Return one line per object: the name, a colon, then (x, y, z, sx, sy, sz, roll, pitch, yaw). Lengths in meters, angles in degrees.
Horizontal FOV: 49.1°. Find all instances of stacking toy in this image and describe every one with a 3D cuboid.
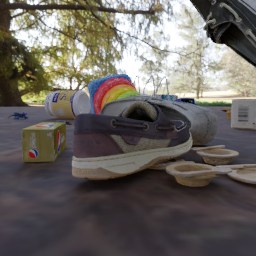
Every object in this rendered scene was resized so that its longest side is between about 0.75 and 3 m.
stacking toy: (0.038, -0.490, 7.606, 1.461, 1.545, 2.663, -17, 25, -20)

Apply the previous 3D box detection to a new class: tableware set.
tableware set: (0.890, 0.409, 3.227, 1.360, 0.189, 1.628, -2, 5, -16)

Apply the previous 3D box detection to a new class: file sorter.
file sorter: (0.279, -1.057, 10.050, 2.194, 1.366, 1.522, -1, -18, -10)

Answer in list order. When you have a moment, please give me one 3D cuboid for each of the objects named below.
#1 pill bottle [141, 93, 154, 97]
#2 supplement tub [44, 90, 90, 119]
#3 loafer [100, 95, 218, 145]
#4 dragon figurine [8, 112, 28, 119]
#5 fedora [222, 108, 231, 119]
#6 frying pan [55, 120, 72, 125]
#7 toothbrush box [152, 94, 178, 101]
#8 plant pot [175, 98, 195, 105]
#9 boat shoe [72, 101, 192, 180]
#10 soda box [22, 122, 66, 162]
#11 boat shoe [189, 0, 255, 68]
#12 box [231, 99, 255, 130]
pill bottle: (0.491, -0.941, 12.403, 1.164, 1.164, 2.040, -3, 5, -25)
supplement tub: (-2.865, -1.114, 13.283, 1.839, 1.337, 1.337, 3, 6, 22)
loafer: (0.365, -0.217, 5.701, 2.827, 0.989, 0.987, 6, 0, 42)
dragon figurine: (-5.129, -0.573, 13.031, 1.063, 0.313, 0.528, 1, 5, -2)
fedora: (4.837, -0.632, 12.741, 1.194, 0.487, 1.194, 1, -2, 0)
frying pan: (-2.358, -0.198, 10.090, 0.572, 0.154, 0.946, -2, 3, -17)
toothbrush box: (2.058, -1.250, 15.464, 0.705, 1.210, 1.653, 5, 6, 40)
plant pot: (2.886, -1.045, 14.755, 1.005, 1.005, 0.904, -3, -1, -29)
boat shoe: (0.190, 0.031, 3.416, 0.794, 0.715, 2.208, 2, 10, 36)
soda box: (-1.247, 0.172, 4.333, 0.427, 0.452, 1.335, -1, 5, -6)
boat shoe: (1.867, -2.033, 5.233, 2.566, 0.817, 0.907, 47, -5, 23)
box: (4.068, -0.486, 8.942, 0.774, 0.930, 2.265, 4, 5, 40)
